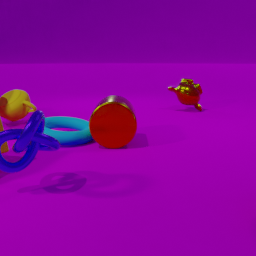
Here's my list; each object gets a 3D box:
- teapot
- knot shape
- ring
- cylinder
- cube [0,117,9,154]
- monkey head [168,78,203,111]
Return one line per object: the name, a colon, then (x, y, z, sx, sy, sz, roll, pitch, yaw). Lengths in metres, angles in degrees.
teapot: (-3.539, -0.642, 8.729, 1.715, 0.840, 1.066, 1, 47, 27)
knot shape: (-1.601, 0.261, 4.283, 0.993, 1.061, 0.490, -32, 66, -18)
ring: (-1.605, 0.045, 7.182, 1.616, 0.323, 1.616, 7, 17, -2)
cylinder: (-0.343, -0.181, 6.821, 1.101, 1.101, 1.101, 0, 14, 0)
cube: (-2.934, 0.128, 4.967, 0.982, 0.982, 0.982, -14, 1, 23)
monkey head: (2.270, -1.306, 10.942, 1.610, 0.970, 1.158, 32, -19, -9)
